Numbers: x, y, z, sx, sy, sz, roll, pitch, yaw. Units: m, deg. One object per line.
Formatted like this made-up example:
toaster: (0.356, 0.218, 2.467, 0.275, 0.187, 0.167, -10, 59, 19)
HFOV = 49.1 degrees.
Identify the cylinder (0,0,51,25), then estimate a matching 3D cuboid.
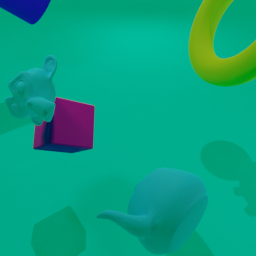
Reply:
cylinder: (-2.760, -3.558, 7.075, 1.342, 1.342, 1.342, 22, 24, -38)

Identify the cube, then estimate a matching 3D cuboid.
cube: (-1.024, -0.010, 4.485, 0.714, 0.714, 0.714, 11, 74, -37)

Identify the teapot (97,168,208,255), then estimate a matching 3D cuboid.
teapot: (0.378, 0.918, 3.290, 0.805, 1.022, 1.643, 31, 24, 34)

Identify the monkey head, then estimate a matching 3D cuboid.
monkey head: (-1.162, -0.400, 3.703, 0.771, 1.072, 0.646, 29, 25, 15)

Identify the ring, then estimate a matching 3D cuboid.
ring: (1.482, -1.414, 3.648, 0.362, 1.811, 1.811, 17, 32, -28)
